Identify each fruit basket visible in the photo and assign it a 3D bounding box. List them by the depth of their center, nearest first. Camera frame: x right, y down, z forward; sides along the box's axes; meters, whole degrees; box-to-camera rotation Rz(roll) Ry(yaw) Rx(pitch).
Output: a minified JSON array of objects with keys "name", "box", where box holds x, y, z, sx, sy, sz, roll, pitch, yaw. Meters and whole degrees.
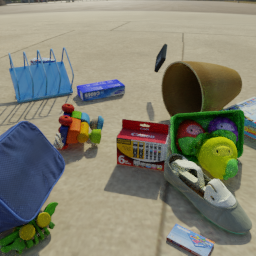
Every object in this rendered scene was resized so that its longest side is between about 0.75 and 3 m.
[{"name":"fruit basket","box":[2.701,0.445,9.127,2.703,1.950,2.703,-3,12,1]}]

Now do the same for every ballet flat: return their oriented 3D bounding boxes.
[{"name":"ballet flat","box":[2.049,1.640,7.659,0.997,0.943,2.959,-18,34,-30]}]

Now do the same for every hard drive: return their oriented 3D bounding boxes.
[{"name":"hard drive","box":[1.661,-3.536,14.129,0.220,0.932,1.335,22,46,-11]}]

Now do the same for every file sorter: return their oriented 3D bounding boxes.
[{"name":"file sorter","box":[-4.264,-2.726,13.885,2.808,1.723,1.948,-14,72,-23]}]

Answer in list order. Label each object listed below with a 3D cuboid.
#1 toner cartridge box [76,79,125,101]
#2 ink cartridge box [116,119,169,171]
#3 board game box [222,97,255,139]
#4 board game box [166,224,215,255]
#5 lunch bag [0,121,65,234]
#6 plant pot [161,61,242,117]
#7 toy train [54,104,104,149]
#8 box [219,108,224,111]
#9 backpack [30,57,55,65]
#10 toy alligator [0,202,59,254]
[{"name":"toner cartridge box","box":[-1.408,-1.999,14.638,2.315,0.500,1.100,-13,33,-22]},{"name":"ink cartridge box","box":[0.469,0.543,9.129,1.621,1.423,0.680,6,30,13]},{"name":"board game box","box":[5.514,-0.372,11.551,2.378,0.665,2.329,-19,35,-31]},{"name":"board game box","box":[1.476,2.683,6.657,1.004,0.098,0.517,19,36,30]},{"name":"lunch bag","box":[-3.149,1.352,6.987,1.853,1.902,2.800,-27,18,25]},{"name":"plant pot","box":[3.317,-1.631,11.813,2.836,2.643,2.643,-14,32,-25]},{"name":"toy train","box":[-1.711,0.273,10.057,1.685,1.233,2.912,9,27,-12]},{"name":"box","box":[3.877,-1.345,13.518,1.201,0.469,1.969,3,29,6]},{"name":"backpack","box":[-4.647,-3.207,15.899,1.933,1.563,2.029,7,25,-8]},{"name":"toy alligator","box":[-2.408,2.552,6.440,2.205,0.598,0.654,-34,7,-40]}]
